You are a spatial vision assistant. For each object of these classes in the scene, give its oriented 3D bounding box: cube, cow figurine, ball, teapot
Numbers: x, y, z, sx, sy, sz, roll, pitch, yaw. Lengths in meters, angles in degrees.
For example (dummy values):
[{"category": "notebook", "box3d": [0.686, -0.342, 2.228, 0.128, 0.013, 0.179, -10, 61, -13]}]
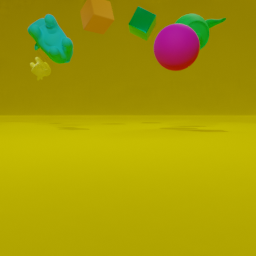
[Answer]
[{"category": "cube", "box3d": [-1.118, -4.048, 10.097, 0.847, 0.847, 0.847, 0, -22, -35]}, {"category": "cube", "box3d": [0.599, -4.282, 11.533, 0.848, 0.848, 0.848, 28, -1, 6]}, {"category": "cow figurine", "box3d": [-3.571, -2.393, 11.662, 0.648, 1.162, 1.181, -43, -21, 10]}, {"category": "ball", "box3d": [1.248, -2.066, 7.218, 1.169, 1.169, 1.169, 0, 3, 0]}, {"category": "teapot", "box3d": [1.924, -2.738, 8.163, 1.839, 1.144, 0.901, -30, 27, 3]}, {"category": "cow figurine", "box3d": [-1.967, -2.213, 7.195, 0.850, 1.549, 1.524, -39, -4, -9]}]
